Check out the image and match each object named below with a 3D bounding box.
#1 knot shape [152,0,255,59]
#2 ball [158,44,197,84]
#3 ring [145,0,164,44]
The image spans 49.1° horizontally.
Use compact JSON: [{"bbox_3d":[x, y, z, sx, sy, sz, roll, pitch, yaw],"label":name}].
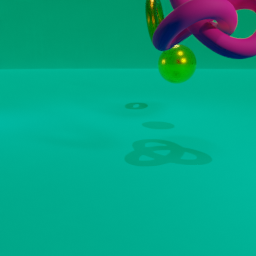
[{"bbox_3d":[1.177,-1.672,4.421,1.793,0.886,1.917,-23,38,-31],"label":"knot shape"},{"bbox_3d":[1.347,-1.750,7.690,1.054,1.054,1.054,0,13,0],"label":"ball"},{"bbox_3d":[1.068,-4.051,10.637,0.400,2.001,2.001,-5,11,18],"label":"ring"}]
